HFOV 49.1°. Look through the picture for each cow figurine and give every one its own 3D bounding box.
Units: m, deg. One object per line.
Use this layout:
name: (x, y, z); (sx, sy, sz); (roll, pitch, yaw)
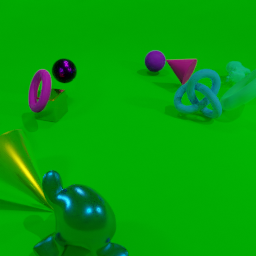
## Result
cow figurine: (3.855, -2.033, 10.127); (1.134, 0.633, 1.153); (3, 42, -30)

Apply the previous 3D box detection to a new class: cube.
cube: (-2.237, -0.681, 8.066); (0.716, 0.716, 0.716); (8, 33, 13)

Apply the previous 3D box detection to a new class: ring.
ring: (3.498, -1.204, 8.083); (0.393, 1.964, 1.964); (50, 44, -1)
ring: (-2.277, -0.949, 7.195); (0.226, 1.131, 1.131); (10, 21, -38)

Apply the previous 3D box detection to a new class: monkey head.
monkey head: (-0.827, 1.504, 4.224); (1.707, 1.028, 1.228); (46, 59, 7)

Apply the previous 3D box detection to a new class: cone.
cone: (1.695, -2.122, 9.594); (0.957, 0.953, 0.953); (33, 42, 18)
cone: (-1.938, 1.076, 5.250); (1.514, 1.508, 1.508); (38, 42, 7)

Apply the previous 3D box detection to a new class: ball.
ball: (-1.969, -1.768, 8.680); (0.768, 0.768, 0.768); (0, 32, 0)
ball: (1.049, -2.589, 10.859); (0.817, 0.817, 0.817); (0, 32, 0)

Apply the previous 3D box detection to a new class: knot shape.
knot shape: (2.083, -0.814, 7.844); (1.349, 1.442, 0.666); (50, 36, 3)
